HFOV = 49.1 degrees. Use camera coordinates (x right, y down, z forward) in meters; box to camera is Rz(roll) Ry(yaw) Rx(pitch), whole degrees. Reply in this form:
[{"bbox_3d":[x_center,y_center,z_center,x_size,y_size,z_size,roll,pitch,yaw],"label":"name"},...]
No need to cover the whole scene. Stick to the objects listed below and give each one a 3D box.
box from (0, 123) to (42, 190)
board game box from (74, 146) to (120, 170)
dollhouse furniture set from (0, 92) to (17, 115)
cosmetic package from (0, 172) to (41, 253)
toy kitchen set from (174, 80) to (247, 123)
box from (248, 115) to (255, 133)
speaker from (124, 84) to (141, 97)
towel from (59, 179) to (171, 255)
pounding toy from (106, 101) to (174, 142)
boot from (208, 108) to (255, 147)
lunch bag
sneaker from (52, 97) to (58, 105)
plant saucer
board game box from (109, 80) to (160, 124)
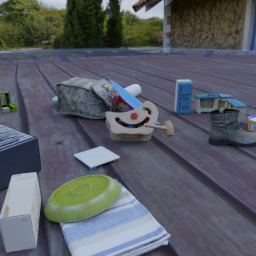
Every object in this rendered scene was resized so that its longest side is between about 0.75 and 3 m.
[{"bbox_3d":[-3.775,0.815,7.779,1.868,1.160,1.883,15,25,34],"label":"box"},{"bbox_3d":[-0.991,0.943,8.911,1.080,0.140,1.080,-16,25,-35],"label":"board game box"},{"bbox_3d":[-6.367,-1.136,13.454,1.664,0.835,1.090,-16,26,-37],"label":"dollhouse furniture set"},{"bbox_3d":[-2.223,1.701,5.923,0.572,0.847,1.609,-6,20,-12],"label":"cosmetic package"},{"bbox_3d":[3.655,-1.233,12.683,2.651,1.562,2.124,-1,21,-3],"label":"toy kitchen set"},{"bbox_3d":[6.052,0.037,10.785,1.644,0.573,2.762,-12,21,-28],"label":"box"},{"bbox_3d":[0.109,-2.002,15.933,0.724,0.724,1.782,9,23,24],"label":"speaker"},{"bbox_3d":[-0.515,1.946,6.047,1.842,0.299,2.509,-12,22,-23],"label":"towel"},{"bbox_3d":[0.402,-0.379,9.952,2.411,1.383,1.378,1,64,-2],"label":"pounding toy"},{"bbox_3d":[3.836,-0.046,9.903,1.973,1.289,0.668,0,21,-1],"label":"boot"},{"bbox_3d":[-1.690,-1.460,13.279,2.779,1.634,2.279,10,21,10],"label":"lunch bag"},{"bbox_3d":[-3.590,-1.314,14.399,0.794,0.495,1.345,7,11,2],"label":"sneaker"},{"bbox_3d":[-1.068,1.529,6.540,1.840,0.286,1.840,-12,15,3],"label":"plant saucer"},{"bbox_3d":[0.117,-0.929,12.210,2.338,0.576,2.960,32,15,-34],"label":"board game box"}]
